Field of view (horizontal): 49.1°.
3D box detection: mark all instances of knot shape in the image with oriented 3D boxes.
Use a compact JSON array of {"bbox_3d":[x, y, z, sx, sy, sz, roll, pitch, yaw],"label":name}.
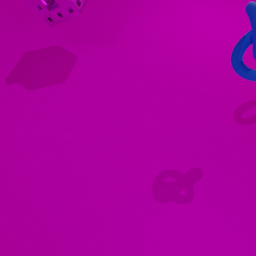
[{"bbox_3d":[2.318,-1.418,4.881,0.610,1.320,1.235,25,95,57],"label":"knot shape"}]

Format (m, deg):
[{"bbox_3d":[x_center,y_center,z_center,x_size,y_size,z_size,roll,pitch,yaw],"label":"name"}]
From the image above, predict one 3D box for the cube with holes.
[{"bbox_3d":[-1.980,-3.963,7.931,1.302,1.302,1.302,-5,55,36],"label":"cube with holes"}]
